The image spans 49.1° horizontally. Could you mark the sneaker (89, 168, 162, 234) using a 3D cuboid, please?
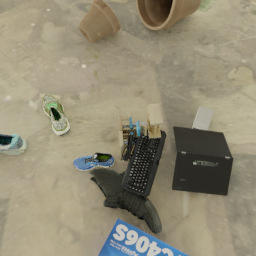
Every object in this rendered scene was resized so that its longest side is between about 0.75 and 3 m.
[{"bbox_3d":[-0.132,2.228,8.629,1.382,0.796,2.650,-21,55,-13],"label":"sneaker"}]

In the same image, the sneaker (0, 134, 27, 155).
[{"bbox_3d":[-4.611,0.512,9.654,1.999,0.863,0.776,-9,57,-6],"label":"sneaker"}]

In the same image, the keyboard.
[{"bbox_3d":[0.402,0.857,8.847,1.261,0.480,2.423,16,56,7],"label":"keyboard"}]

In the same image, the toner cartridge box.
[{"bbox_3d":[0.666,3.793,7.659,2.880,0.622,1.368,23,60,14],"label":"toner cartridge box"}]

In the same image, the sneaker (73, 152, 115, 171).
[{"bbox_3d":[-1.163,1.053,9.455,1.385,0.617,0.544,-8,57,-5],"label":"sneaker"}]

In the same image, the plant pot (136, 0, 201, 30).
[{"bbox_3d":[2.101,-6.156,13.188,2.408,2.761,2.761,-19,57,-32],"label":"plant pot"}]

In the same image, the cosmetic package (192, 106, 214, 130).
[{"bbox_3d":[2.751,-0.230,10.387,0.570,0.482,1.068,21,57,11],"label":"cosmetic package"}]

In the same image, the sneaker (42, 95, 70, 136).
[{"bbox_3d":[-2.722,-0.670,10.431,0.738,0.851,1.920,-26,61,-16],"label":"sneaker"}]

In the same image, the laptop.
[{"bbox_3d":[2.391,1.064,9.411,1.848,1.144,1.974,7,95,-4],"label":"laptop"}]

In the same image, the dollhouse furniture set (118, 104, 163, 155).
[{"bbox_3d":[0.348,-0.137,9.470,1.324,1.879,1.316,-4,57,-3],"label":"dollhouse furniture set"}]

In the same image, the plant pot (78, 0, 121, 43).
[{"bbox_3d":[-1.413,-4.729,12.761,1.480,1.697,1.697,-43,65,-5],"label":"plant pot"}]
